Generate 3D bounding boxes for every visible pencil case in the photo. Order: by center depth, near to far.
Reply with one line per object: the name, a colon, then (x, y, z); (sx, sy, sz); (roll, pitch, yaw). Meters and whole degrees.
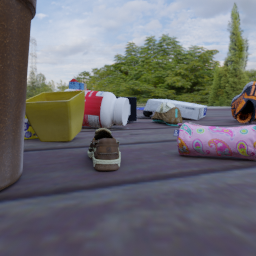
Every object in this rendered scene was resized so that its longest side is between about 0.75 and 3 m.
pencil case: (1.165, 0.161, 3.651); (1.074, 0.469, 0.469); (3, 6, 22)

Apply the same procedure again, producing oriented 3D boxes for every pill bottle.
pill bottle: (-0.908, -0.517, 7.694); (1.768, 0.992, 0.992); (6, 6, 12)

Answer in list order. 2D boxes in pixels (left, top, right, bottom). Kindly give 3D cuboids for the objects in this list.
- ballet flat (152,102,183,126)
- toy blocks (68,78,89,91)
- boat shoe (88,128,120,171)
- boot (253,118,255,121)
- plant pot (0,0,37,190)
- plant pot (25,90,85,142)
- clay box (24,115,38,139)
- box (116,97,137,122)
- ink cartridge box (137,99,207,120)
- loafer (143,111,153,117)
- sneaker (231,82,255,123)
ballet flat: (1.273, -0.491, 9.268); (0.669, 0.714, 1.973); (2, 5, -9)
toy blocks: (-1.953, -1.060, 10.788); (1.146, 1.568, 2.294); (1, 5, 10)
boat shoe: (-0.271, 0.203, 3.427); (0.410, 0.410, 1.109); (-1, 5, -13)
boot: (5.261, -0.534, 10.989); (1.113, 0.530, 1.438); (4, 8, -5)
plant pot: (-1.764, -0.525, 2.345); (2.092, 2.071, 2.092); (1, 5, 0)
plant pot: (-1.297, -0.215, 5.219); (0.895, 0.790, 0.895); (-2, 19, 11)
clay box: (-2.082, -0.025, 5.432); (0.866, 0.498, 0.206); (-5, 8, -36)
box: (-0.650, -0.617, 9.590); (1.452, 0.902, 1.464); (3, 6, 30)
ink cartridge box: (1.941, -0.953, 12.756); (2.991, 0.607, 2.985); (10, 8, 19)
loafer: (0.915, -0.715, 13.835); (0.392, 0.379, 1.116); (-11, 1, 21)
sneaker: (4.099, -0.613, 10.066); (0.852, 1.230, 2.196); (22, -23, 15)
